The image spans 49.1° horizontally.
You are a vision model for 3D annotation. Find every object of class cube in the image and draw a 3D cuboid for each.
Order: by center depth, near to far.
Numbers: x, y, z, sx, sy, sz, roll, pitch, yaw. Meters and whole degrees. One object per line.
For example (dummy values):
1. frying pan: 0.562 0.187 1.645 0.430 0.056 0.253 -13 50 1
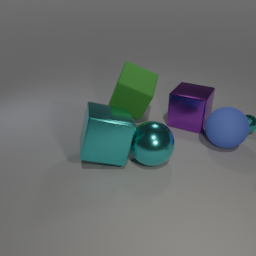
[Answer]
1. cube: -0.681 0.159 8.705 1.400 1.400 1.400 10 22 -14
2. cube: 2.454 -0.829 10.954 1.400 1.400 1.400 15 33 24
3. cube: 0.204 -1.460 10.970 1.400 1.400 1.400 22 48 -6

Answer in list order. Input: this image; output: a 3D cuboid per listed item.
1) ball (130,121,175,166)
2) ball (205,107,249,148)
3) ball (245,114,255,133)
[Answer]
1. ball: 0.745 0.480 8.705 1.400 1.400 1.400 0 30 0
2. ball: 3.340 -0.016 9.473 1.400 1.400 1.400 0 30 0
3. ball: 4.483 -0.157 10.484 0.700 0.700 0.700 0 30 0
